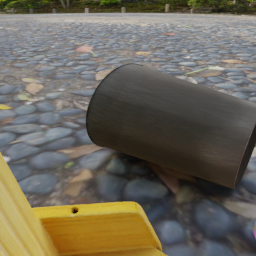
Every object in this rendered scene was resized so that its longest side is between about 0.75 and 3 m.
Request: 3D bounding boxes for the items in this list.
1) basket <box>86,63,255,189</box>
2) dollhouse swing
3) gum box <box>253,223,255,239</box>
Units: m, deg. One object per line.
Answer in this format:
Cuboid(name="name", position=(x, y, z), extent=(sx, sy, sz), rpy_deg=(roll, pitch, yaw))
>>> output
Cuboid(name="basket", position=(1.090, -0.069, 5.973), extent=(2.978, 2.025, 2.685), rpy_deg=(21, 26, 29))
Cuboid(name="dollhouse swing", position=(-0.382, 1.387, 2.527), extent=(2.441, 2.361, 2.686), rpy_deg=(-2, 26, -6))
Cuboid(name="gum box", position=(2.332, 1.541, 3.105), extent=(0.901, 1.546, 2.725), rpy_deg=(4, 27, 4))
